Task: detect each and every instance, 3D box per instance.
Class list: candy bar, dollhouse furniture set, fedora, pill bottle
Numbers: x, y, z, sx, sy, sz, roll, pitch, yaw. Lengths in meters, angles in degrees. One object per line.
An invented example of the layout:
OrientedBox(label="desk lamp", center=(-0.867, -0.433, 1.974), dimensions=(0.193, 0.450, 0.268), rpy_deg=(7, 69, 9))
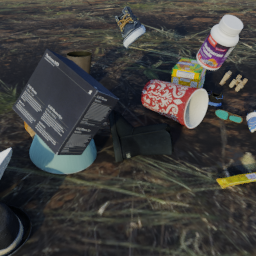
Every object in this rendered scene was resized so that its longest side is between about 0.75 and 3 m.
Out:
OrientedBox(label="candy bar", center=(3.587, 1.628, 8.846), dimensions=(1.563, 0.173, 0.390), rpy_deg=(-7, 37, -12))
OrientedBox(label="dollhouse furniture set", center=(5.621, -2.422, 15.003), dimensions=(1.105, 0.719, 1.015), rpy_deg=(38, 45, 15))
OrientedBox(label="fedora", center=(-3.387, 2.385, 7.013), dimensions=(1.876, 0.857, 1.876), rpy_deg=(0, 32, 0))
OrientedBox(label="pill bottle", center=(3.582, -3.316, 10.940), dimensions=(1.108, 1.988, 1.108), rpy_deg=(7, 57, -11))

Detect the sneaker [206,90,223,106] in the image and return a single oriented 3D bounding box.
OrientedBox(label="sneaker", center=(3.645, -1.498, 13.317), dimensions=(1.672, 0.651, 0.586), rpy_deg=(8, 34, 12))

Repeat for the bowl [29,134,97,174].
OrientedBox(label="bowl", center=(-2.196, 0.356, 9.605), dimensions=(2.312, 1.210, 2.312), rpy_deg=(6, 34, -4))

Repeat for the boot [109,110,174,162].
OrientedBox(label="boot", center=(0.438, 0.153, 10.371), dimensions=(2.146, 0.975, 2.554), rpy_deg=(-8, 40, -6))

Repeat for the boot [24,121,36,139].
OrientedBox(label="boot", center=(-2.840, -0.539, 11.440), dimensions=(2.765, 0.973, 1.979), rpy_deg=(-19, 42, -17))

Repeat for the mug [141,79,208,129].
OrientedBox(label="mug", center=(2.022, -1.024, 12.168), dimensions=(2.482, 2.203, 1.656), rpy_deg=(25, 76, 40))

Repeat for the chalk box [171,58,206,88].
OrientedBox(label="chalk box", center=(3.224, -2.730, 14.552), dimensions=(1.410, 1.403, 2.266), rpy_deg=(13, 35, 19))

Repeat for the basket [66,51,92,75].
OrientedBox(label="basket", center=(-2.583, -3.301, 15.322), dimensions=(1.394, 1.547, 1.052), rpy_deg=(0, 33, 2))

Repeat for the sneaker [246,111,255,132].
OrientedBox(label="sneaker", center=(5.788, -0.048, 11.122), dimensions=(2.123, 0.804, 0.818), rpy_deg=(9, 59, 9))

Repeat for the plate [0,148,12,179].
OrientedBox(label="plate", center=(-4.416, 1.857, 7.373), dimensions=(2.667, 0.432, 2.673), rpy_deg=(-26, 26, 12))

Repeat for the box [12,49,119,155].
OrientedBox(label="box", center=(-1.815, -0.703, 8.054), dimensions=(2.277, 2.073, 1.185), rpy_deg=(41, 14, 24))

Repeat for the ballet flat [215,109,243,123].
OrientedBox(label="ballet flat", center=(4.369, -0.514, 12.087), dimensions=(1.173, 0.398, 0.424), rpy_deg=(19, 17, 27))

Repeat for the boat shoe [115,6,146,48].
OrientedBox(label="boat shoe", center=(-0.024, -4.328, 11.891), dimensions=(1.029, 1.320, 2.908), rpy_deg=(-36, 16, 19))
